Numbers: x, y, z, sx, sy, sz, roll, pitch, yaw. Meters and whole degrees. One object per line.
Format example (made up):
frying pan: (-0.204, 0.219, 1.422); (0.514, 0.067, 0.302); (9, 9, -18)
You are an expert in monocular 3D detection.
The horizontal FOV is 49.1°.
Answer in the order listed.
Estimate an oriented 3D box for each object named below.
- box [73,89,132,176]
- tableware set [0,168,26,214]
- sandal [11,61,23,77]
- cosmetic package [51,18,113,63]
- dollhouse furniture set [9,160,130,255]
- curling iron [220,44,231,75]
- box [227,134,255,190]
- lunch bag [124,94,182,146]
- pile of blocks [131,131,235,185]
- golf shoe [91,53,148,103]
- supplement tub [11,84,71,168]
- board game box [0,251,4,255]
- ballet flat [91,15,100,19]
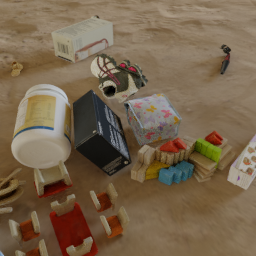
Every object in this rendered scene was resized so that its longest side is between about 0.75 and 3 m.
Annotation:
box: (-0.690, 0.078, 6.985); (0.724, 1.296, 1.837); (-32, 37, 13)
tableware set: (-3.370, 1.298, 5.693); (2.341, 0.469, 1.548); (-6, 12, -9)
sandal: (-4.410, -2.437, 11.029); (0.411, 0.369, 1.122); (-7, 39, -9)
cosmetic package: (-1.922, -3.909, 12.313); (1.300, 1.098, 2.516); (26, 45, 30)
dollhouse furniture set: (-1.228, 1.702, 5.544); (1.956, 1.008, 1.935); (-17, 53, -20)
curling iron: (3.910, -2.752, 11.426); (0.592, 0.305, 2.389); (38, 44, -11)
box: (3.322, 0.559, 7.114); (0.491, 0.526, 2.539); (28, 47, 31)
lunch bag: (0.655, -0.334, 7.951); (1.215, 0.911, 1.433); (-14, 50, -15)
pile of blocks: (1.405, 0.667, 6.697); (2.726, 0.847, 1.119); (-14, 40, -16)
golf shoe: (-0.657, -1.723, 9.530); (1.258, 1.103, 2.856); (-50, 38, -11)
supplement tub: (-2.099, -0.074, 7.027); (1.338, 1.338, 1.850); (-4, 49, -6)
board game box: (-3.129, 2.870, 4.081); (2.796, 0.610, 2.810); (28, 46, 32)
ballet flat: (-1.871, -5.391, 14.552); (0.701, 0.701, 1.919); (8, 39, 10)
